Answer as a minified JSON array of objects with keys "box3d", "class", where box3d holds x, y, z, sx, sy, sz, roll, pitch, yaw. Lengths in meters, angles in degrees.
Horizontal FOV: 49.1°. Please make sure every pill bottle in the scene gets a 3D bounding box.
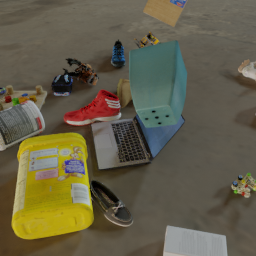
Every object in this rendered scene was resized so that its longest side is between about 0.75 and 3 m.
[{"box3d":[-4.397,-0.003,10.254,2.315,1.319,1.319,-30,46,-34],"class":"pill bottle"}]

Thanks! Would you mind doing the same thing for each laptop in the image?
[{"box3d":[0.150,-0.154,10.176,2.902,1.682,2.717,-7,37,-9],"class":"laptop"}]

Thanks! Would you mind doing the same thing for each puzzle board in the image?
[{"box3d":[1.536,-5.068,11.647,1.539,1.160,0.134,31,17,12],"class":"puzzle board"}]

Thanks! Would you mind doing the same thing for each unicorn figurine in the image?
[{"box3d":[6.878,-2.852,14.620,1.688,0.907,2.457,-33,33,-23],"class":"unicorn figurine"}]

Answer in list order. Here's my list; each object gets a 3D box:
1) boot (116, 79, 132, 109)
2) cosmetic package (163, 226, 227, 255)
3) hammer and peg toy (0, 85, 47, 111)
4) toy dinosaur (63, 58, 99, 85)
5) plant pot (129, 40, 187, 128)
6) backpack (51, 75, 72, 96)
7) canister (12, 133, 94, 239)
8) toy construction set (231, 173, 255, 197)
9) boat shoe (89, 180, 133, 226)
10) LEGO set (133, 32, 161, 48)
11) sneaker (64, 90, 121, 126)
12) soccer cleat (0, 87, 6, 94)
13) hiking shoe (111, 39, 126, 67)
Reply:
[{"box3d":[0.900,-1.646,12.844,2.790,0.923,2.443,3,37,3],"class":"boot"},{"box3d":[1.636,2.985,6.908,1.461,0.521,0.741,7,37,10],"class":"cosmetic package"},{"box3d":[-4.992,-1.141,12.124,2.624,0.925,1.930,0,37,0],"class":"hammer and peg toy"},{"box3d":[-2.455,-2.933,14.649,1.678,1.263,2.473,3,15,-33],"class":"toy dinosaur"},{"box3d":[0.800,-1.067,7.559,1.366,1.365,1.933,-7,56,21],"class":"plant pot"},{"box3d":[-3.176,-2.132,13.637,0.973,0.717,1.066,-2,38,-3],"class":"backpack"},{"box3d":[-2.181,1.570,8.226,2.162,1.260,2.911,-7,38,-10],"class":"canister"},{"box3d":[3.634,1.786,8.599,0.726,0.510,1.108,31,36,35],"class":"toy construction set"},{"box3d":[-0.559,2.133,8.071,0.591,0.504,1.769,-30,46,-34],"class":"boat shoe"},{"box3d":[0.892,-2.484,9.639,1.581,0.916,1.216,56,17,26],"class":"LEGO set"},{"box3d":[-1.489,-0.936,11.473,2.378,1.374,0.932,-8,37,-11],"class":"sneaker"},{"box3d":[-6.378,-1.878,13.576,0.921,0.385,0.298,6,37,7],"class":"soccer cleat"},{"box3d":[-0.614,-4.334,16.378,0.845,0.985,2.271,-5,37,-6],"class":"hiking shoe"}]
